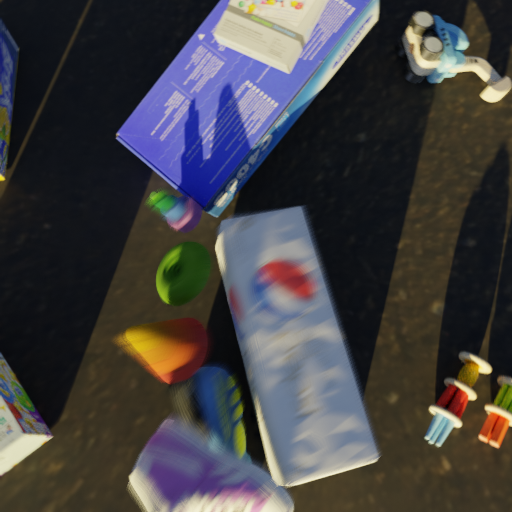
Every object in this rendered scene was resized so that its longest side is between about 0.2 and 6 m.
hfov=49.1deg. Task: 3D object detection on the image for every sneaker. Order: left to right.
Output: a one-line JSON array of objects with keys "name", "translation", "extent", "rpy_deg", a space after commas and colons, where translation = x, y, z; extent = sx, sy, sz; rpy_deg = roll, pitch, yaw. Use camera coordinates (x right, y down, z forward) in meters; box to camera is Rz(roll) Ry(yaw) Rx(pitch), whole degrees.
[{"name": "sneaker", "translation": [-0.779, 3.157, 8.481], "extent": [1.196, 1.023, 2.886], "rpy_deg": [-13, 79, 30]}, {"name": "sneaker", "translation": [-0.647, 3.206, 7.350], "extent": [2.128, 0.771, 1.213], "rpy_deg": [25, 44, 10]}]

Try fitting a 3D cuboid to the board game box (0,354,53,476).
[{"name": "board game box", "translation": [-4.390, 2.182, 8.586], "extent": [1.200, 1.179, 2.289], "rpy_deg": [-36, 75, -11]}]

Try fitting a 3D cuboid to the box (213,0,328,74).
[{"name": "box", "translation": [0.332, -4.033, 9.017], "extent": [1.380, 0.364, 1.770], "rpy_deg": [28, 90, 12]}]

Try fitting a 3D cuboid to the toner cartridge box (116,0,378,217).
[{"name": "toner cartridge box", "translation": [-0.154, -3.098, 9.734], "extent": [2.148, 0.976, 4.522], "rpy_deg": [41, 94, 11]}]

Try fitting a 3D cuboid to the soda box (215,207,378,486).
[{"name": "soda box", "translation": [0.482, 1.327, 8.684], "extent": [1.363, 1.274, 4.001], "rpy_deg": [-11, 70, -13]}]

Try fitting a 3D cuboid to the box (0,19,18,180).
[{"name": "box", "translation": [-5.144, -2.916, 10.330], "extent": [0.948, 1.033, 2.948], "rpy_deg": [-3, 72, -1]}]

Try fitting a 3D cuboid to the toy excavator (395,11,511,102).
[{"name": "toy excavator", "translation": [3.841, -3.791, 10.780], "extent": [1.832, 0.915, 1.782], "rpy_deg": [-8, 73, -12]}]

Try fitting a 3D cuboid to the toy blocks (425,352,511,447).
[{"name": "toy blocks", "translation": [3.442, 2.486, 8.827], "extent": [1.262, 0.550, 1.514], "rpy_deg": [32, 75, 10]}]

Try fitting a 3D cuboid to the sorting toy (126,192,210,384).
[{"name": "sorting toy", "translation": [-1.393, 0.294, 8.300], "extent": [1.047, 1.040, 3.019], "rpy_deg": [-19, 58, 33]}]
